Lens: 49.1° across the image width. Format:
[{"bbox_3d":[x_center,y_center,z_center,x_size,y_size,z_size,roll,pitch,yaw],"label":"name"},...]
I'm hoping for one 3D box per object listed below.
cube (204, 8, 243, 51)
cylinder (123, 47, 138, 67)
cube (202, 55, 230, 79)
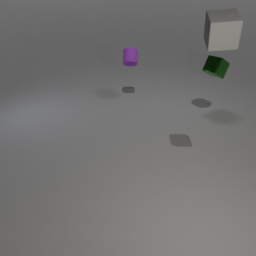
[{"bbox_3d":[2.200,-2.295,6.555,0.700,0.700,0.700,-2,45,6],"label":"cube"},{"bbox_3d":[0.119,-3.397,13.428,0.700,0.700,0.700,2,-8,0],"label":"cylinder"},{"bbox_3d":[3.707,-2.571,11.801,0.700,0.700,0.700,16,10,-42],"label":"cube"}]
